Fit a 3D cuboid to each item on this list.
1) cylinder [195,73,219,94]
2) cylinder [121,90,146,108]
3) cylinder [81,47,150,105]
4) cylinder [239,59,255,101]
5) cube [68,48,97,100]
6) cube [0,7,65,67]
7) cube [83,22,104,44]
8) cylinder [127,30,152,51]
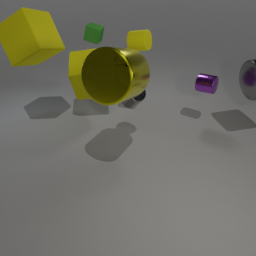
[{"bbox_3d":[3.052,-1.719,10.854,0.700,0.700,0.700,17,37,30],"label":"cylinder"},{"bbox_3d":[0.172,-1.120,9.722,0.700,0.700,0.700,7,71,-20],"label":"cylinder"},{"bbox_3d":[-0.288,-1.385,7.322,1.400,1.400,1.400,13,18,19],"label":"cylinder"},{"bbox_3d":[4.867,-1.757,9.751,1.400,1.400,1.400,-10,34,-7],"label":"cylinder"},{"bbox_3d":[-1.506,-2.157,11.227,1.400,1.400,1.400,-7,54,2],"label":"cube"},{"bbox_3d":[-3.321,-3.057,9.587,1.400,1.400,1.400,-21,7,25],"label":"cube"},{"bbox_3d":[-1.583,-4.413,13.044,0.700,0.700,0.700,19,34,4],"label":"cube"},{"bbox_3d":[0.409,-3.099,9.940,0.700,0.700,0.700,5,32,26],"label":"cylinder"}]
